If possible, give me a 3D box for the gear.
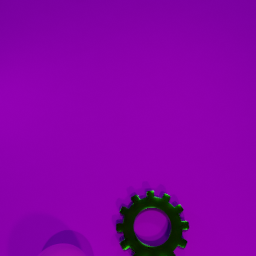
[{"bbox_3d":[0.590,2.420,6.808,1.720,0.318,1.720,-1,60,2],"label":"gear"}]

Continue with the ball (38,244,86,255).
[{"bbox_3d":[-1.405,3.119,5.818,1.330,1.330,1.330,0,59,0],"label":"ball"}]
